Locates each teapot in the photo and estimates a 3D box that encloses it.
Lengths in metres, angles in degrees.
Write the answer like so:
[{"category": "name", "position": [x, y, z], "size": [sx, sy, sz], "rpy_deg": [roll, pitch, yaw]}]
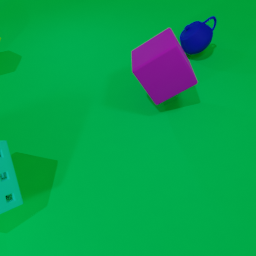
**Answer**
[{"category": "teapot", "position": [2.242, -3.148, 9.710], "size": [1.891, 0.926, 1.176], "rpy_deg": [-34, 34, 27]}]

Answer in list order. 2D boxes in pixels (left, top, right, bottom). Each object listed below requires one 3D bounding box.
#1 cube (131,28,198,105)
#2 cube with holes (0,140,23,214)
[{"category": "cube", "position": [0.975, -1.707, 7.792], "size": [1.298, 1.298, 1.298], "rpy_deg": [-27, 34, 20]}, {"category": "cube with holes", "position": [-3.158, 1.072, 5.589], "size": [1.335, 1.335, 1.335], "rpy_deg": [-19, 11, -43]}]
